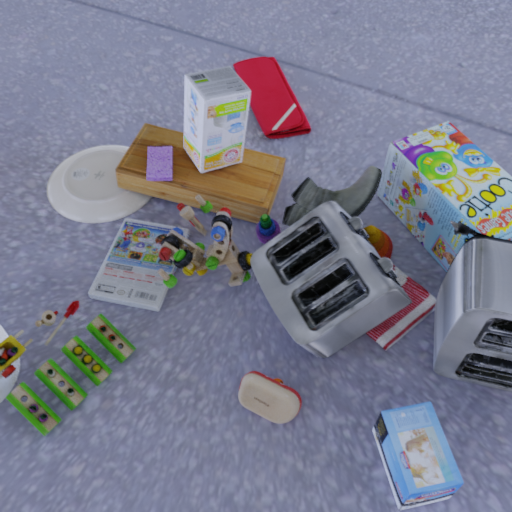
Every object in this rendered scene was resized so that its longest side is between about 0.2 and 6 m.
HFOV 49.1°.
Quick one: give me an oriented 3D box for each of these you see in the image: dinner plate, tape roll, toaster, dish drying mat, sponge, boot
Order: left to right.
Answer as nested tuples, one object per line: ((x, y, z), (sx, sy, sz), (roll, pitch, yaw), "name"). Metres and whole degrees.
((-5.288, 1.984, 9.998), (1.902, 0.665, 1.902), (0, 53, 0), "tape roll")
((-3.633, -1.828, 13.216), (2.614, 0.317, 2.614), (-1, 51, 1), "dinner plate")
((-2.129, -2.047, 12.376), (0.553, 0.148, 0.991), (-1, 53, -7), "sponge")
((0.386, -4.376, 15.170), (1.287, 0.305, 3.352), (-13, 53, -9), "dish drying mat")
((1.242, 0.481, 10.262), (2.397, 1.422, 2.167), (-35, 61, 10), "toaster")
((1.507, -1.200, 11.247), (1.324, 0.686, 2.027), (34, 94, -9), "boot")
((4.362, 1.007, 9.569), (2.786, 2.519, 1.653), (12, 54, 9), "toaster")

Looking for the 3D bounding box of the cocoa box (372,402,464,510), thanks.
((2.530, 3.169, 8.929), (0.899, 0.885, 1.348), (-9, 53, -7), "cocoa box")

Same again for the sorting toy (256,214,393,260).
((1.362, -0.492, 11.528), (2.904, 1.000, 1.007), (9, 68, 13), "sorting toy")

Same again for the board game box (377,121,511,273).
((4.231, -1.081, 11.754), (1.626, 1.655, 3.156), (-22, 56, -16), "board game box")

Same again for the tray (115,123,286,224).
((-1.224, -1.935, 12.876), (3.502, 0.649, 1.727), (14, 52, 6), "tray")

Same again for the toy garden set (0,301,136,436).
((-3.492, 1.734, 9.872), (1.781, 0.426, 2.136), (45, 61, 0), "toy garden set")

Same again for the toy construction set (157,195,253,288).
((-0.917, -0.132, 11.432), (1.737, 1.600, 2.083), (-34, 33, 10), "toy construction set")

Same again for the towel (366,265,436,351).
((2.313, 0.675, 11.284), (1.611, 0.254, 2.237), (-34, 59, -23), "towel")

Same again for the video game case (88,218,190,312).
((-2.407, 0.134, 11.744), (1.496, 0.188, 2.090), (10, 53, 8), "video game case")

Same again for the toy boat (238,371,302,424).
((0.286, 2.392, 9.773), (1.110, 0.724, 0.726), (24, 26, 18), "toy boat")

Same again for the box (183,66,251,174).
((-0.883, -2.893, 12.026), (1.086, 1.931, 0.979), (-19, 55, -23), "box")
